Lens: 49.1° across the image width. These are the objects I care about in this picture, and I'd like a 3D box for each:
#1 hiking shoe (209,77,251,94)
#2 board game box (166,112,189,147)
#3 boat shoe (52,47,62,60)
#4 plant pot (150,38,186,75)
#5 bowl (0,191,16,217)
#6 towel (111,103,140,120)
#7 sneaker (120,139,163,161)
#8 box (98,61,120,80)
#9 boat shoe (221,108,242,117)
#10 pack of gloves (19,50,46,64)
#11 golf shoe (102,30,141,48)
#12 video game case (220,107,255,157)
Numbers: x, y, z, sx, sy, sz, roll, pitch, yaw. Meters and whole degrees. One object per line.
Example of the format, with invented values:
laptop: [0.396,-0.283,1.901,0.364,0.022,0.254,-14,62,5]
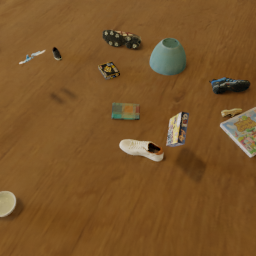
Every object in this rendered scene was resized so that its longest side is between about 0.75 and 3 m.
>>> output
hiking shoe: [4.442,-1.955,12.124,1.666,0.620,0.722,-4,52,-3]
board game box: [1.491,0.077,8.553,0.234,1.354,0.917,10,83,-4]
boat shoe: [-3.496,-3.647,13.706,0.337,0.281,0.903,-19,55,-17]
plant pot: [1.911,-3.449,12.982,1.732,1.167,1.732,0,52,0]
bowl: [-3.885,2.438,8.755,0.842,0.378,0.842,0,51,0]
towel: [-0.092,-0.688,11.391,1.135,0.123,0.832,2,55,-1]
sneaker: [0.485,0.633,10.012,1.643,0.695,0.598,14,54,13]
box: [-0.877,-2.660,12.953,0.719,0.222,0.900,-20,54,-17]
boat shoe: [4.191,-0.585,11.283,0.829,0.297,0.316,-8,65,3]
pack of gloves: [-3.638,-2.743,10.536,0.876,0.206,1.043,-42,28,-23]
golf shoe: [-0.312,-4.554,14.259,2.022,0.780,0.890,17,36,7]
video game case: [4.806,0.103,10.738,1.864,0.206,1.697,-23,55,-17]
